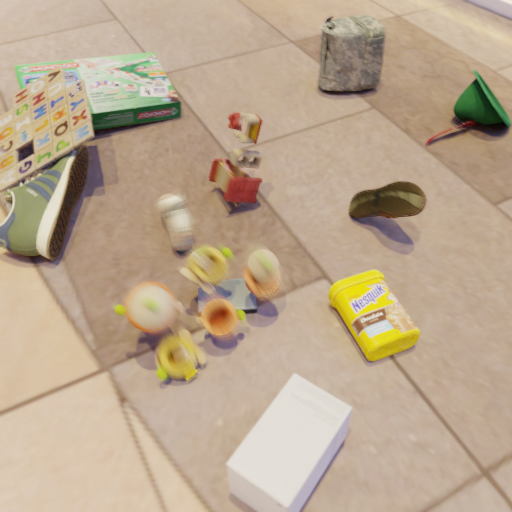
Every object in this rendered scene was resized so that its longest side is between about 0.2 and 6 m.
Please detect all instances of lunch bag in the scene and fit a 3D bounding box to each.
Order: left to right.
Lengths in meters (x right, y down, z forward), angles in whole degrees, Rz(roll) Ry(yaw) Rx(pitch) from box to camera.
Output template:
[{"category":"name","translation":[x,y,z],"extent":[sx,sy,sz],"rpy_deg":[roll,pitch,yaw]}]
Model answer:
[{"category":"lunch bag","translation":[2.439,-5.405,14.998],"extent":[1.577,1.880,1.310],"rpy_deg":[-16,49,-16]}]

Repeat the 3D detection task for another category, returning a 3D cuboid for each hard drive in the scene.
[{"category":"hard drive","translation":[-0.539,0.762,10.429],"extent":[1.075,0.177,0.750],"rpy_deg":[-3,47,-3]}]

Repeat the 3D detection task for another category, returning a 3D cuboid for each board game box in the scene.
[{"category":"board game box","translation":[-4.089,-4.248,14.482],"extent":[3.714,0.541,2.499],"rpy_deg":[-13,52,-19]}]

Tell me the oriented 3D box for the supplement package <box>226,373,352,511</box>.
[{"category":"supplement package","translation":[0.480,2.765,7.991],"extent":[1.015,1.027,1.694],"rpy_deg":[27,53,23]}]

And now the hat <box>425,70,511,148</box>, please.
[{"category":"hat","translation":[5.241,-3.559,14.363],"extent":[2.022,1.780,1.675],"rpy_deg":[18,47,-47]}]

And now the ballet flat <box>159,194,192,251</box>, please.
[{"category":"ballet flat","translation":[-1.610,-0.834,11.412],"extent":[0.549,0.543,1.613],"rpy_deg":[-11,52,-20]}]

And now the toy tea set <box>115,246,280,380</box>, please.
[{"category":"toy tea set","translation":[-0.859,0.682,9.272],"extent":[2.796,1.035,1.662],"rpy_deg":[-41,86,-16]}]

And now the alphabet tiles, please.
[{"category":"alphabet tiles","translation":[-4.836,-3.063,12.618],"extent":[2.475,0.112,2.961],"rpy_deg":[-27,55,11]}]

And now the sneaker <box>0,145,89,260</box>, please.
[{"category":"sneaker","translation":[-4.544,-1.292,11.707],"extent":[1.410,1.053,3.140],"rpy_deg":[5,50,-2]}]

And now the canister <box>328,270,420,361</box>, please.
[{"category":"canister","translation":[2.071,1.040,9.881],"extent":[1.074,0.626,1.446],"rpy_deg":[-17,51,-15]}]

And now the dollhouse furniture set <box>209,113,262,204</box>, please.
[{"category":"dollhouse furniture set","translation":[-0.292,-2.143,11.767],"extent":[0.769,1.890,1.017],"rpy_deg":[0,35,-29]}]

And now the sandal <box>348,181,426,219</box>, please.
[{"category":"sandal","translation":[2.697,-1.019,11.418],"extent":[1.917,0.523,0.783],"rpy_deg":[-7,60,53]}]
